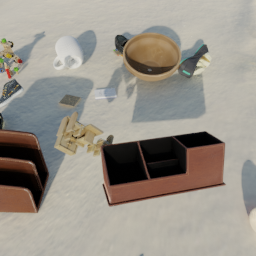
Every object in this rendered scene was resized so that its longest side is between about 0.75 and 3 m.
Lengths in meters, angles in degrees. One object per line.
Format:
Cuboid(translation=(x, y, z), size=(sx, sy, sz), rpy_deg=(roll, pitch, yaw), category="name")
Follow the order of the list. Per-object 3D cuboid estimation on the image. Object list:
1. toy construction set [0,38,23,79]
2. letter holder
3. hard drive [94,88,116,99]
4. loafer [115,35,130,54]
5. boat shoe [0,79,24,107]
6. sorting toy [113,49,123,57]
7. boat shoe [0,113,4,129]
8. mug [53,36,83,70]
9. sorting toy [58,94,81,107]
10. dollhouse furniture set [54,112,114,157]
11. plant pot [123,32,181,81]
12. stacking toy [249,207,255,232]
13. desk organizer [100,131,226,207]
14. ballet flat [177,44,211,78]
Cuboid(translation=(-6.028, -3.478, 13.668), size=(1.553, 1.431, 1.862), rpy_deg=(-20, 47, -20), category="toy construction set")
Cuboid(translation=(-4.060, 1.217, 8.035), size=(2.948, 2.095, 1.482), rpy_deg=(1, 42, 1), category="letter holder")
Cuboid(translation=(-1.014, -1.536, 12.511), size=(0.930, 0.118, 0.614), rpy_deg=(-6, 43, -7), category="hard drive")
Cuboid(translation=(-0.004, -4.280, 14.758), size=(0.914, 0.944, 2.691), rpy_deg=(-9, 47, -20), category="loafer")
Cuboid(translation=(-3.858, -1.108, 8.866), size=(1.024, 0.465, 0.362), rpy_deg=(-45, 38, -20), category="boat shoe")
Cuboid(translation=(-0.487, -4.043, 15.212), size=(0.549, 0.133, 0.974), rpy_deg=(-9, 42, -23), category="sorting toy")
Cuboid(translation=(-5.006, 0.135, 10.342), size=(0.724, 0.620, 1.979), rpy_deg=(-8, 44, -9), category="boat shoe")
Cuboid(translation=(-3.046, -3.576, 14.076), size=(1.698, 1.254, 1.489), rpy_deg=(-34, 52, 8), category="mug")
Cuboid(translation=(-2.514, -1.172, 12.119), size=(0.729, 0.144, 0.787), rpy_deg=(13, 39, 13), category="sorting toy")
Cuboid(translation=(-1.238, 0.081, 7.520), size=(1.436, 1.259, 0.954), rpy_deg=(-19, 47, 43), category="dollhouse furniture set")
Cuboid(translation=(1.084, -3.093, 13.134), size=(2.659, 1.227, 2.659), rpy_deg=(0, 62, 0), category="plant pot")
Cuboid(translation=(4.063, 2.475, 7.809), size=(1.216, 0.888, 0.888), rpy_deg=(-9, 40, -38), category="stacking toy")
Cuboid(translation=(0.838, 0.926, 6.928), size=(2.945, 1.134, 1.056), rpy_deg=(-8, 18, -11), category="desk organizer")
Cuboid(translation=(3.445, -3.228, 13.790), size=(1.077, 1.077, 2.949), rpy_deg=(25, 44, 25), category="ballet flat")
